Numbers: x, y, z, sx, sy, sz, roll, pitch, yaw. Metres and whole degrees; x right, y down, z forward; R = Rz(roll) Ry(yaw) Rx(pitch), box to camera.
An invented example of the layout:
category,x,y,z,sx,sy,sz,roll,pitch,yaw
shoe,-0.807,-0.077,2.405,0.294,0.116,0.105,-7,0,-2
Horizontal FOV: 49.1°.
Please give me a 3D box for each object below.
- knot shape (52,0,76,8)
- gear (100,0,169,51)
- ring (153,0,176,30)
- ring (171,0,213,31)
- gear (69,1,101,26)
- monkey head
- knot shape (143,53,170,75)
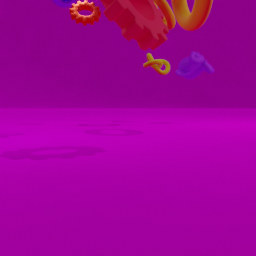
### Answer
category,x,y,z,sx,sy,sz,roll,pitch,yaw
knot shape,-1.035,-3.083,5.877,1.112,0.549,1.188,-23,9,46
gear,0.052,-1.677,3.815,0.241,1.305,1.305,-31,-15,33
ring,1.098,-4.027,9.581,0.299,1.497,1.497,-38,3,3
ring,1.515,-3.404,6.832,0.396,1.979,1.979,-10,6,-9
gear,-1.521,-4.104,9.991,1.089,1.089,0.201,-1,-30,-8
monkey head,2.564,-2.233,10.666,1.235,1.034,1.717,47,34,20
knot shape,1.122,-2.694,11.789,1.215,0.562,1.137,34,25,22
